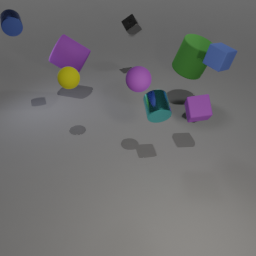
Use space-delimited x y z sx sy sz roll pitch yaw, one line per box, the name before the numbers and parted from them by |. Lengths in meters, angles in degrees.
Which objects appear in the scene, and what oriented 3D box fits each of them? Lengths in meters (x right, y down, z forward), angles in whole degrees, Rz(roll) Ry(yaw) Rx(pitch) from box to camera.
cube | 0.196 -5.358 14.655 0.700 0.700 0.700 -31 72 16
cylinder | 2.776 -3.025 11.922 1.400 1.400 1.400 12 44 -12
cube | 3.108 -2.405 9.482 0.700 0.700 0.700 -19 48 -39
cylinder | -4.102 -3.696 9.846 0.700 0.700 0.700 -12 46 -18
cube | 2.283 -0.630 9.141 0.700 0.700 0.700 -8 -12 2
cylinder | 0.829 -0.615 7.960 0.700 0.700 0.700 -5 61 -8
ball | 0.283 -1.316 7.566 0.700 0.700 0.700 0 32 0
cylinder | -2.627 -3.264 12.700 1.400 1.400 1.400 29 30 -13
ball | -1.867 -1.576 8.815 0.700 0.700 0.700 0 32 0
